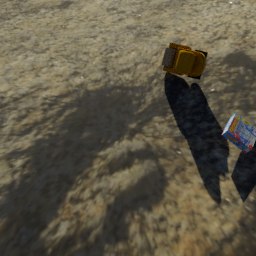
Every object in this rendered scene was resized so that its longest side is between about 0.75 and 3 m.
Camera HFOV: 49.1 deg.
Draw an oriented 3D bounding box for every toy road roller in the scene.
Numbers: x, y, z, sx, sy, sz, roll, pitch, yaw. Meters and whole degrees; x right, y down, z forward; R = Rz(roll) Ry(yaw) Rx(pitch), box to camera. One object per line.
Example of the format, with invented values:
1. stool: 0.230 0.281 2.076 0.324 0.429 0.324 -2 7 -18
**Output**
1. toy road roller: 1.814 -2.268 9.413 1.620 0.996 1.183 22 18 25

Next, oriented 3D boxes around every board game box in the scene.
1. board game box: 3.141 0.135 7.800 0.832 0.237 0.850 38 54 2
